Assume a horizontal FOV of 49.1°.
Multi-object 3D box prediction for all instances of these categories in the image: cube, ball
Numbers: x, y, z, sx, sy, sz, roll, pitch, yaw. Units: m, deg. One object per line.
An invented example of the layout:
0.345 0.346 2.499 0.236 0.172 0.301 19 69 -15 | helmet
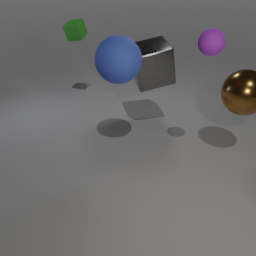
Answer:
0.870 -2.396 10.419 1.400 1.400 1.400 -14 38 -3 | cube
3.560 -1.080 8.548 1.400 1.400 1.400 0 29 0 | ball
-0.286 -2.009 8.283 1.400 1.400 1.400 0 29 0 | ball
-2.293 -4.269 12.222 0.700 0.700 0.700 3 42 22 | cube
2.198 -2.255 7.366 0.700 0.700 0.700 0 29 0 | ball
